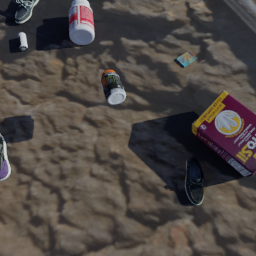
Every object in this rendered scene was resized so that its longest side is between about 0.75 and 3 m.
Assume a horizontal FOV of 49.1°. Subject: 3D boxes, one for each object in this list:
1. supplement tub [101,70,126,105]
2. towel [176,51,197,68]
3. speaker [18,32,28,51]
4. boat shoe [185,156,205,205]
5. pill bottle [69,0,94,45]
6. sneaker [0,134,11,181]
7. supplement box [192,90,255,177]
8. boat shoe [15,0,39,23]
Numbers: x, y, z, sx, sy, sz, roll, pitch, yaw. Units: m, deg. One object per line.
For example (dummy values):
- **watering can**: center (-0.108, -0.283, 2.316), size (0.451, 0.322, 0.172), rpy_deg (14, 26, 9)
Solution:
- **supplement tub**: center (-0.545, -1.434, 9.727), size (0.697, 0.697, 1.137), rpy_deg (-15, 58, -7)
- **towel**: center (2.699, -3.189, 12.903), size (0.835, 0.091, 0.612), rpy_deg (-35, 70, -15)
- **speaker**: center (-4.945, -4.053, 13.166), size (0.356, 0.356, 0.876), rpy_deg (-13, 66, -6)
- **boat shoe**: center (2.476, 1.857, 10.246), size (0.673, 0.597, 1.801), rpy_deg (5, 65, 2)
- **pill bottle**: center (-2.201, -5.047, 13.194), size (1.140, 1.140, 2.031), rpy_deg (-5, 66, -2)
- **sneaker**: center (-5.096, 0.793, 10.520), size (0.868, 1.004, 2.293), rpy_deg (-27, 68, -12)
- **supplement box**: center (3.944, 0.243, 10.342), size (2.714, 1.400, 1.776), rpy_deg (42, 88, 18)
- **boat shoe**: center (-5.080, -6.175, 13.979), size (0.815, 0.673, 2.178), rpy_deg (18, 66, 8)
